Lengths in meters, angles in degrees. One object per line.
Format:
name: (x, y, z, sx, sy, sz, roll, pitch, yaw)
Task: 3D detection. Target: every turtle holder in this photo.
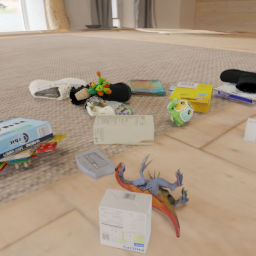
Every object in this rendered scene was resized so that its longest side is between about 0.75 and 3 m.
turtle holder: (1.976, -0.724, 10.792, 0.823, 1.159, 0.881, -34, 17, 23)

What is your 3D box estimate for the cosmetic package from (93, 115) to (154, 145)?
cosmetic package: (-0.132, 0.049, 9.856, 2.057, 0.731, 1.082, 1, 25, 3)

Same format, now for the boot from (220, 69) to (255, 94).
boot: (5.586, -2.311, 13.929, 2.068, 0.765, 1.695, 9, 32, 19)

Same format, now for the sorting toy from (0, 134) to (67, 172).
sorting toy: (-3.277, 0.775, 8.320, 2.916, 0.493, 1.406, -11, 18, 0)

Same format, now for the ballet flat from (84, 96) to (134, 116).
ballet flat: (-0.916, -0.630, 11.184, 0.974, 0.974, 2.708, -19, 27, -35)

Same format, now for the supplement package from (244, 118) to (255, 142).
supplement package: (4.585, 0.115, 9.758, 0.896, 0.698, 0.497, 12, 27, 23)

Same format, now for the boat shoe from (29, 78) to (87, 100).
boat shoe: (-3.302, -1.789, 13.692, 2.818, 0.998, 0.977, -8, 43, -23)

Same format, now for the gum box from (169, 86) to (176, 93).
gum box: (2.623, -2.040, 14.996, 0.724, 0.190, 0.853, 7, 26, 16)

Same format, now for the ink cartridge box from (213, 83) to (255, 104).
ink cartridge box: (5.767, -1.720, 13.965, 2.310, 0.469, 2.305, -20, 31, -36)

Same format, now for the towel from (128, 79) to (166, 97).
towel: (0.961, -2.270, 15.382, 1.961, 0.290, 2.674, 0, 25, -1)

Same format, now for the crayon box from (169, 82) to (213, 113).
crayon box: (2.957, -1.419, 13.038, 1.744, 0.698, 2.747, 9, 26, 18)

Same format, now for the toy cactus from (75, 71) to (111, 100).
toy cactus: (-1.521, -1.694, 11.965, 1.562, 0.968, 1.893, -25, 25, -7)

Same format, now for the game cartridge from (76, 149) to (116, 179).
game cartridge: (-1.004, 1.051, 8.315, 0.869, 0.264, 1.303, -12, 27, -32)

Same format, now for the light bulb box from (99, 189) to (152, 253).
light bulb box: (-0.037, 1.862, 5.669, 0.975, 0.984, 0.614, 6, 24, 13)

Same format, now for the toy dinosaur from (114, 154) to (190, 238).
toy dinosaur: (0.399, 1.407, 6.817, 1.941, 1.123, 2.139, -9, 31, 27)

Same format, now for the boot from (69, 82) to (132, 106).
boot: (-1.370, -1.580, 13.131, 2.099, 0.948, 2.561, -19, 25, -37)

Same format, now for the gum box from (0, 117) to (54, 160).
gum box: (-3.783, 0.273, 8.441, 2.408, 0.536, 2.046, 7, 25, 44)
